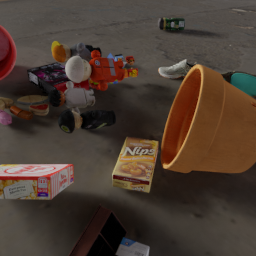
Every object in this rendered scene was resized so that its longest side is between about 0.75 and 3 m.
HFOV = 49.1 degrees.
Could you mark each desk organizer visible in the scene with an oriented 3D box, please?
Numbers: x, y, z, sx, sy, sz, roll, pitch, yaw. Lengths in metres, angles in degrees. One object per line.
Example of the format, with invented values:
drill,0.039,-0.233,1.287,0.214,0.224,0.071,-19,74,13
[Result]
desk organizer,-0.638,2.428,5.428,0.680,0.633,1.766,15,38,17

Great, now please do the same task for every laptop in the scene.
laptop,-0.542,-3.257,13.558,0.831,0.481,0.778,6,36,9

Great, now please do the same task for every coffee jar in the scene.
coffee jar,2.815,-6.808,18.321,1.717,0.732,0.895,1,30,0

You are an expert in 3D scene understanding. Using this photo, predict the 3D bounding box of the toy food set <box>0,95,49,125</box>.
toy food set,-3.938,-0.626,9.995,2.479,0.390,1.576,-3,35,-18

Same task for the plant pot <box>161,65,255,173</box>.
plant pot,2.231,-0.005,7.326,1.960,2.800,2.800,18,36,-3

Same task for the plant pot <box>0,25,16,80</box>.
plant pot,-6.267,-3.548,12.362,2.769,2.769,2.450,-8,26,-11

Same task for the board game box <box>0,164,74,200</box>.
board game box,-2.528,1.200,6.467,2.164,0.501,1.639,-1,1,4

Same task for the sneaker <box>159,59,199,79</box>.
sneaker,2.286,-2.668,12.414,1.834,0.844,0.694,7,35,10

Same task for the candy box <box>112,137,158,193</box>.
candy box,0.245,0.939,7.626,0.965,0.462,1.672,9,35,9

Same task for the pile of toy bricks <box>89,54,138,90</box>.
pile of toy bricks,-0.546,-2.217,11.528,2.126,1.180,1.050,-11,44,-9

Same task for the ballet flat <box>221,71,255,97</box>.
ballet flat,3.973,-1.832,11.264,2.902,0.984,1.093,4,19,9

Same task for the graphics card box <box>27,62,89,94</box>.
graphics card box,-2.926,-1.998,11.648,1.504,0.610,2.398,-26,42,-36

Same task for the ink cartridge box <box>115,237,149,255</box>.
ink cartridge box,0.018,2.612,5.408,0.571,0.332,0.789,14,37,17

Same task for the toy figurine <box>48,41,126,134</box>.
toy figurine,-1.541,-1.350,9.018,1.827,2.626,2.586,-6,34,-33
